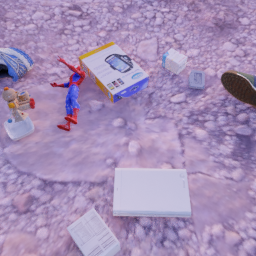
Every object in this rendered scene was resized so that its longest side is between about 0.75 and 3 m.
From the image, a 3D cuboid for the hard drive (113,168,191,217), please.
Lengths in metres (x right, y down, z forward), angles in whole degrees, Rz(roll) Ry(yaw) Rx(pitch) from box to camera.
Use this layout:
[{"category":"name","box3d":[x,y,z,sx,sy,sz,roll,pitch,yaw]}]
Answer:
[{"category":"hard drive","box3d":[0.615,1.698,7.478,1.975,0.260,1.303,1,53,1]}]

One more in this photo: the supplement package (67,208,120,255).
[{"category":"supplement package","box3d":[-0.790,2.611,6.562,0.768,0.773,1.019,-34,61,-21]}]

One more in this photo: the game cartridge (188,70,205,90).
[{"category":"game cartridge","box3d":[2.445,-1.723,9.984,0.557,0.171,0.838,10,55,3]}]

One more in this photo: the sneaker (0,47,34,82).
[{"category":"sneaker","box3d":[-4.893,-2.379,9.911,2.846,1.096,1.212,15,60,11]}]

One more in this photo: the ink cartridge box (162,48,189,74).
[{"category":"ink cartridge box","box3d":[1.730,-2.398,10.220,0.845,0.529,0.543,37,63,23]}]

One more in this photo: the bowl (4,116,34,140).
[{"category":"bowl","box3d":[-3.338,0.006,8.684,0.793,0.296,0.794,-28,59,-18]}]

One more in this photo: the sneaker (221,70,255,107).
[{"category":"sneaker","box3d":[4.397,-1.285,9.364,2.447,0.821,1.099,38,50,27]}]

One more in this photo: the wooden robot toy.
[{"category":"wooden robot toy","box3d":[-3.404,-0.920,8.531,0.854,0.880,1.939,-24,32,-5]}]

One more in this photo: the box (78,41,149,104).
[{"category":"box","box3d":[-0.450,-1.945,9.932,1.534,0.534,2.577,-30,63,-19]}]

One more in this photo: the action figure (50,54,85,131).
[{"category":"action figure","box3d":[-2.071,-1.283,9.056,1.261,0.831,2.547,27,48,-28]}]
